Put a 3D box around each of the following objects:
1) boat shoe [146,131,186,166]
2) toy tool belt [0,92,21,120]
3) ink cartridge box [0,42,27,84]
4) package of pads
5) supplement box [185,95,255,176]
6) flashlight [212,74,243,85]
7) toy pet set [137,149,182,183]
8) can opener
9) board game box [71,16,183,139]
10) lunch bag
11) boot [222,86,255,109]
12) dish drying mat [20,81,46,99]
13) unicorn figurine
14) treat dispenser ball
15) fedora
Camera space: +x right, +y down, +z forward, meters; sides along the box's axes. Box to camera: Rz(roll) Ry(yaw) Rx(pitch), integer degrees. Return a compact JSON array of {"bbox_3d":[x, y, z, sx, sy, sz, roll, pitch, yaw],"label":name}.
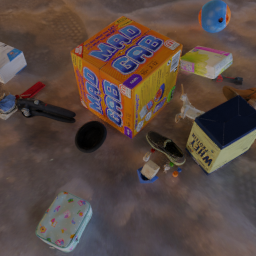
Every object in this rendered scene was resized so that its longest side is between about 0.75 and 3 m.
[{"bbox_3d":[1.482,0.653,10.787,0.668,0.615,1.871,-36,62,-23],"label":"boat shoe"},{"bbox_3d":[-5.091,-1.086,11.894,0.853,0.840,1.367,21,57,14],"label":"toy tool belt"},{"bbox_3d":[-6.265,-3.260,13.397,2.144,0.921,1.570,25,57,18],"label":"ink cartridge box"},{"bbox_3d":[3.601,-3.118,13.145,1.560,0.688,2.019,-38,45,-27],"label":"package of pads"},{"bbox_3d":[3.439,0.292,10.147,2.066,2.064,1.387,-26,58,-17],"label":"supplement box"},{"bbox_3d":[4.611,-2.294,13.006,1.335,0.454,0.452,10,100,7],"label":"flashlight"},{"bbox_3d":[1.010,1.586,10.258,1.414,0.751,1.320,36,27,19],"label":"toy pet set"},{"bbox_3d":[-3.406,-0.767,11.678,2.615,0.829,1.028,14,55,10],"label":"can opener"},{"bbox_3d":[-0.029,-2.036,11.267,2.942,2.944,2.942,34,61,22],"label":"board game box"},{"bbox_3d":[-2.010,3.045,9.050,1.381,0.664,1.722,22,57,12],"label":"lunch bag"},{"bbox_3d":[5.195,-1.522,12.405,1.347,0.642,1.742,-35,65,-28],"label":"boot"},{"bbox_3d":[-4.350,-1.717,12.799,0.452,0.107,1.177,31,60,21],"label":"dish drying mat"},{"bbox_3d":[2.620,-0.683,11.766,2.030,0.750,1.394,38,52,8],"label":"unicorn figurine"},{"bbox_3d":[4.597,-5.940,14.926,1.626,1.626,1.626,0,54,0],"label":"treat dispenser ball"},{"bbox_3d":[-1.379,0.410,10.897,1.350,0.617,1.350,-5,66,10],"label":"fedora"}]
